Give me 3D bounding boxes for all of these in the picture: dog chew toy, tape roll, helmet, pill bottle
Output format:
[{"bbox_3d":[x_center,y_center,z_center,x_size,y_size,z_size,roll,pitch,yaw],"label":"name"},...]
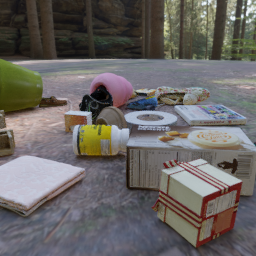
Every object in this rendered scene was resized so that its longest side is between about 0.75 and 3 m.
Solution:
[{"bbox_3d":[-0.659,-1.870,14.168,1.779,1.779,2.857,9,12,25],"label":"dog chew toy"},{"bbox_3d":[0.793,-0.088,10.111,1.948,0.644,1.948,-1,17,0],"label":"tape roll"},{"bbox_3d":[-1.313,-0.880,11.512,1.382,1.317,1.382,16,41,-14],"label":"helmet"},{"bbox_3d":[-0.769,0.355,8.285,1.590,0.894,0.894,0,18,1],"label":"pill bottle"}]

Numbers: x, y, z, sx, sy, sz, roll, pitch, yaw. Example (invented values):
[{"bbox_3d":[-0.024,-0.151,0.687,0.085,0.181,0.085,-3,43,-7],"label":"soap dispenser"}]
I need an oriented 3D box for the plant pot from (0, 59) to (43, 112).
[{"bbox_3d":[-5.591,-1.928,13.242,2.650,2.752,2.752,1,13,-40],"label":"plant pot"}]

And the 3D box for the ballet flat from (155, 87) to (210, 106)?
[{"bbox_3d":[2.753,-1.563,14.619,2.904,1.098,0.928,4,48,24],"label":"ballet flat"}]

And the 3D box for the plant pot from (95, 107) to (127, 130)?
[{"bbox_3d":[-0.659,-0.064,9.054,1.218,1.218,0.562,15,21,40],"label":"plant pot"}]

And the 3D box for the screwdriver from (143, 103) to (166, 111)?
[{"bbox_3d":[1.342,-1.011,13.736,0.405,0.388,2.781,-25,0,25],"label":"screwdriver"}]

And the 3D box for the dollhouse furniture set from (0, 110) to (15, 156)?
[{"bbox_3d":[-4.831,-0.649,8.045,2.614,2.956,1.643,-10,20,-27],"label":"dollhouse furniture set"}]

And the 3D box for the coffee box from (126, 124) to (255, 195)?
[{"bbox_3d":[1.427,0.689,6.846,2.815,1.122,1.610,2,18,7],"label":"coffee box"}]

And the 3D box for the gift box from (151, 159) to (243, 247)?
[{"bbox_3d":[1.156,1.240,5.084,1.264,1.167,1.180,-4,19,-32],"label":"gift box"}]

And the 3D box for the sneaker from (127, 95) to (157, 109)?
[{"bbox_3d":[0.670,-1.102,13.641,1.648,0.646,0.543,-12,8,32],"label":"sneaker"}]

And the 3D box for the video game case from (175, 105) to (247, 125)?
[{"bbox_3d":[3.500,-0.604,12.340,2.347,0.296,2.576,-2,17,-4],"label":"video game case"}]

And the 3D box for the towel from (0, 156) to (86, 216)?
[{"bbox_3d":[-2.340,1.218,6.544,2.011,0.324,1.921,9,21,27],"label":"towel"}]

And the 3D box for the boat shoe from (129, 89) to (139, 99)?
[{"bbox_3d":[0.171,-1.984,16.253,0.661,0.622,1.737,19,23,18],"label":"boat shoe"}]

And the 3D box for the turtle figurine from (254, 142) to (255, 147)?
[{"bbox_3d":[4.420,0.361,7.843,2.375,1.196,1.778,-20,10,-13],"label":"turtle figurine"}]

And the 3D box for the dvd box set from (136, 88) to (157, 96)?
[{"bbox_3d":[1.098,-2.265,17.660,1.085,0.218,1.482,10,20,31],"label":"dvd box set"}]

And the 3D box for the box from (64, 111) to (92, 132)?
[{"bbox_3d":[-1.849,-0.230,10.452,0.919,0.700,0.489,4,18,15],"label":"box"}]

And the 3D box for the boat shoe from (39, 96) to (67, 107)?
[{"bbox_3d":[-3.857,-1.390,14.429,1.470,0.500,0.529,-8,17,-27],"label":"boat shoe"}]
